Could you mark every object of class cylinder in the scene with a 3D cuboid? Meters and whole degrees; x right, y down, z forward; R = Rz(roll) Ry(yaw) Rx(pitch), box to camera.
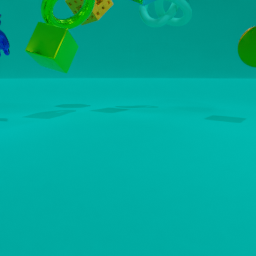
[{"bbox_3d":[3.551,-2.160,7.357,1.027,1.027,1.027,8,21,37],"label":"cylinder"}]

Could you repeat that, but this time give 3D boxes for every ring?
[{"bbox_3d":[-1.697,-3.505,8.046,1.683,0.337,1.683,-30,-17,-10],"label":"ring"}]

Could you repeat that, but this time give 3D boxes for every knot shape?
[{"bbox_3d":[1.353,-4.291,9.477,1.798,1.682,0.831,5,37,-10],"label":"knot shape"}]

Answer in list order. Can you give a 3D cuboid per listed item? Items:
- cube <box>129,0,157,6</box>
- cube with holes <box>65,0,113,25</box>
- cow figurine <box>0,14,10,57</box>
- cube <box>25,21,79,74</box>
[{"bbox_3d":[0.420,-4.369,8.178,1.049,1.049,1.049,33,52,24],"label":"cube"},{"bbox_3d":[-1.350,-4.392,9.813,0.987,0.987,0.987,7,54,46],"label":"cube with holes"},{"bbox_3d":[-3.301,-2.354,7.002,0.526,0.942,0.958,-21,-1,-22],"label":"cow figurine"},{"bbox_3d":[-2.172,-2.311,8.124,0.968,0.968,0.968,19,-9,14],"label":"cube"}]
